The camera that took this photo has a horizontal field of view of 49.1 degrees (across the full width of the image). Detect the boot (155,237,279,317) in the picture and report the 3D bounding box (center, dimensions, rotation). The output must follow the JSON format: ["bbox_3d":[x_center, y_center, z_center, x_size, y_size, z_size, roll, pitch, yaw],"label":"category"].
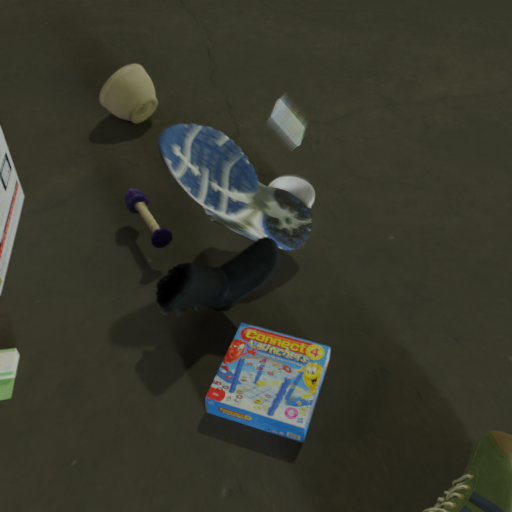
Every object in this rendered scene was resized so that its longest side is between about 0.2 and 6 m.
[{"bbox_3d":[-0.709,0.342,9.810,1.613,1.968,0.728,11,43,-49],"label":"boot"}]

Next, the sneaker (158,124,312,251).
[{"bbox_3d":[-0.608,-1.161,11.036,1.530,3.592,1.384,-1,58,54],"label":"sneaker"}]

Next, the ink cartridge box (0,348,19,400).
[{"bbox_3d":[-4.480,2.057,9.515,0.711,0.234,0.977,-6,42,-7],"label":"ink cartridge box"}]

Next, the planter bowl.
[{"bbox_3d":[-3.413,-4.365,15.562,1.552,1.552,1.045,-38,83,-33],"label":"planter bowl"}]

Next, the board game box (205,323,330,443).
[{"bbox_3d":[0.230,2.051,9.328,1.667,0.466,1.632,13,45,14],"label":"board game box"}]

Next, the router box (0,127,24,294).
[{"bbox_3d":[-5.634,-1.355,11.081,0.823,3.023,3.369,-6,43,-7],"label":"router box"}]

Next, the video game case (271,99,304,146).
[{"bbox_3d":[0.631,-2.626,10.989,0.095,0.786,0.863,-34,22,29],"label":"video game case"}]

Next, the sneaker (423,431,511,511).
[{"bbox_3d":[2.584,3.578,7.226,1.457,1.088,3.246,16,49,10],"label":"sneaker"}]

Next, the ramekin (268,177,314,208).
[{"bbox_3d":[0.747,-1.224,12.623,1.074,0.564,1.074,2,50,-2],"label":"ramekin"}]

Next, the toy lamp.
[{"bbox_3d":[-2.329,-0.853,11.822,0.515,0.515,1.771,-21,44,-21],"label":"toy lamp"}]
